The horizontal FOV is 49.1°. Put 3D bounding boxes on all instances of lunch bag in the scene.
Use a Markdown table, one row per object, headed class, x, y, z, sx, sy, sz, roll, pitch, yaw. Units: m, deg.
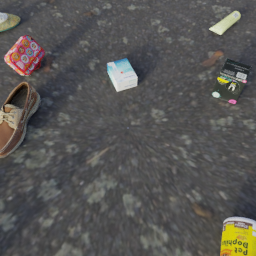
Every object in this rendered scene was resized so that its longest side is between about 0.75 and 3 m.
| class | x | y | z | sx | sy | sz | roll | pitch | yaw |
| --- | --- | --- | --- | --- | --- | --- | --- | --- | --- |
| lunch bag | -3.613 | -2.524 | 10.013 | 0.524 | 1.126 | 1.279 | 4 | 59 | 41 |

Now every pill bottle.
| class | x | y | z | sx | sy | sz | roll | pitch | yaw |
| --- | --- | --- | --- | --- | --- | --- | --- | --- | --- |
| pill bottle | 2.566 | 2.952 | 6.353 | 0.897 | 0.897 | 1.641 | 13 | 57 | 9 |

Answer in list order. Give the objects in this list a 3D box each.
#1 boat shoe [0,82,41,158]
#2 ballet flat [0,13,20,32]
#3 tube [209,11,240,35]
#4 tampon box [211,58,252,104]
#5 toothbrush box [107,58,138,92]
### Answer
| class | x | y | z | sx | sy | sz | roll | pitch | yaw |
| --- | --- | --- | --- | --- | --- | --- | --- | --- | --- |
| boat shoe | -3.566 | -0.345 | 8.561 | 0.975 | 0.924 | 2.574 | 9 | 59 | 7 |
| ballet flat | -5.573 | -4.241 | 11.344 | 2.411 | 0.852 | 0.852 | -30 | 61 | -19 |
| tube | 4.092 | -4.374 | 11.720 | 1.526 | 0.443 | 0.396 | -40 | 109 | -21 |
| tampon box | 3.394 | -1.528 | 9.259 | 0.867 | 1.156 | 0.730 | 23 | 59 | 15 |
| toothbrush box | -0.213 | -1.892 | 9.941 | 0.777 | 0.453 | 1.061 | -17 | 59 | -11 |
